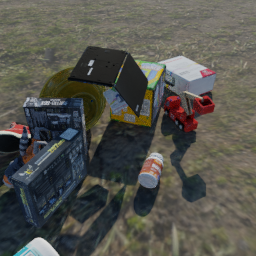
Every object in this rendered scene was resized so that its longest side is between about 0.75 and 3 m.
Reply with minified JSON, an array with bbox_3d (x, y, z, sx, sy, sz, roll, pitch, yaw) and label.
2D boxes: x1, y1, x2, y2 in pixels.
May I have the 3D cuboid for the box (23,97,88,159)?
[{"bbox_3d":[-2.162,0.073,8.679,1.657,2.101,0.523,0,37,0],"label":"box"}]

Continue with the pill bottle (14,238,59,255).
[{"bbox_3d":[-2.248,3.209,5.375,1.130,1.130,2.040,29,46,32],"label":"pill bottle"}]

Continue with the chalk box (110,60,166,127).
[{"bbox_3d":[0.505,-1.609,11.217,1.711,1.719,2.763,11,38,13],"label":"chalk box"}]

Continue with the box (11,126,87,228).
[{"bbox_3d":[-1.945,1.256,7.439,0.559,1.728,2.191,18,42,21],"label":"box"}]

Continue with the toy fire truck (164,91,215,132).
[{"bbox_3d":[2.112,-0.752,10.195,0.546,1.581,2.241,-15,40,-20],"label":"toy fire truck"}]

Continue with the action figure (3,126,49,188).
[{"bbox_3d":[-2.990,0.838,8.034,1.056,1.953,2.019,26,11,-38],"label":"action figure"}]

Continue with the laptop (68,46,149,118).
[{"bbox_3d":[-0.505,-1.529,8.859,2.161,1.116,1.915,10,46,7],"label":"laptop"}]

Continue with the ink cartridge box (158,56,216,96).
[{"bbox_3d":[2.568,-2.346,12.785,1.671,0.969,2.264,-21,40,-25],"label":"ink cartridge box"}]

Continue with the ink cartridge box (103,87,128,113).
[{"bbox_3d":[-0.382,-0.927,9.036,0.553,0.761,0.333,-27,5,5],"label":"ink cartridge box"}]

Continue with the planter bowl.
[{"bbox_3d":[-1.877,-0.850,10.339,2.623,1.092,2.623,-3,75,13],"label":"planter bowl"}]

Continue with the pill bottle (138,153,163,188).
[{"bbox_3d":[0.725,1.241,8.402,0.583,0.583,1.039,12,40,16],"label":"pill bottle"}]

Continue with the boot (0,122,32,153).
[{"bbox_3d":[-3.955,0.200,9.281,1.382,0.694,1.915,34,19,35],"label":"boot"}]
